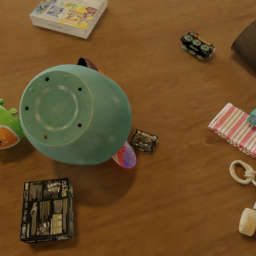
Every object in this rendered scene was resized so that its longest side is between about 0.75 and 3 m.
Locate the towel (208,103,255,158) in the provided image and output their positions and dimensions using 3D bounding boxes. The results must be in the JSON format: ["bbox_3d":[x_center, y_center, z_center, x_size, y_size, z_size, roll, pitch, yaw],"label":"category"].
[{"bbox_3d":[3.568,0.020,8.788,1.709,0.256,1.251,37,65,19],"label":"towel"}]

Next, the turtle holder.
[{"bbox_3d":[-3.828,-0.103,8.271,1.670,1.269,1.186,37,71,15],"label":"turtle holder"}]

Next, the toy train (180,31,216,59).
[{"bbox_3d":[2.633,-3.111,10.473,1.364,0.581,0.777,38,57,20],"label":"toy train"}]

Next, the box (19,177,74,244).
[{"bbox_3d":[-2.080,2.141,7.320,1.214,0.638,1.483,-6,60,-4],"label":"box"}]

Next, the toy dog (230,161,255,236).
[{"bbox_3d":[3.754,1.757,7.176,1.743,1.273,2.643,3,60,2],"label":"toy dog"}]

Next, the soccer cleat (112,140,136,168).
[{"bbox_3d":[-0.346,0.285,8.341,0.661,0.758,1.983,-21,61,-12],"label":"soccer cleat"}]

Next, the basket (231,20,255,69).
[{"bbox_3d":[5.018,-2.607,9.612,1.940,1.463,2.152,-41,68,25],"label":"basket"}]

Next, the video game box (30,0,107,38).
[{"bbox_3d":[-2.351,-4.818,11.443,2.424,0.567,2.208,18,59,10],"label":"video game box"}]

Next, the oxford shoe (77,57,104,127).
[{"bbox_3d":[-1.502,-0.939,8.711,1.048,1.068,2.945,-15,51,24],"label":"oxford shoe"}]

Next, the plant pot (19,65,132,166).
[{"bbox_3d":[-1.402,-0.364,7.178,2.754,2.210,2.754,-1,85,9],"label":"plant pot"}]

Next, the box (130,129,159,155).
[{"bbox_3d":[0.494,0.425,8.596,0.755,0.186,0.603,19,60,11],"label":"box"}]

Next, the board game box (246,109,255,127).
[{"bbox_3d":[4.750,-0.401,8.806,1.288,0.400,1.706,41,59,21],"label":"board game box"}]
